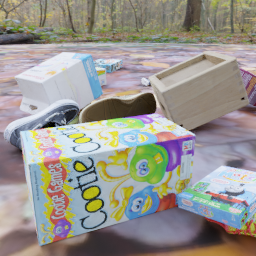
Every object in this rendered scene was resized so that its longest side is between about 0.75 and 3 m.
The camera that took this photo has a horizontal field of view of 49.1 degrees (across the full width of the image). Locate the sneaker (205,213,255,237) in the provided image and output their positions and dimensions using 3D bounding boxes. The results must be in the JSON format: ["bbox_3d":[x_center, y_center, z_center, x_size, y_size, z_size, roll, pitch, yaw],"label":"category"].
[{"bbox_3d":[1.630,1.353,3.979,0.548,0.474,1.213,-17,15,-39],"label":"sneaker"}]

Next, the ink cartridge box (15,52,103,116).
[{"bbox_3d":[-2.252,-1.273,8.959,1.499,1.460,2.332,15,42,37],"label":"ink cartridge box"}]

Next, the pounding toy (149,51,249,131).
[{"bbox_3d":[2.222,-1.092,8.699,2.485,1.919,2.700,-24,21,3],"label":"pounding toy"}]

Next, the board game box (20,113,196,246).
[{"bbox_3d":[-0.334,0.658,4.600,2.488,1.282,1.305,-9,22,-23],"label":"board game box"}]

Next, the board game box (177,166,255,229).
[{"bbox_3d":[1.517,0.960,4.197,1.273,0.233,0.963,-19,17,-39],"label":"board game box"}]

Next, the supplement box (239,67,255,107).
[{"bbox_3d":[4.218,-1.583,10.139,1.162,0.902,2.107,8,27,-38],"label":"supplement box"}]

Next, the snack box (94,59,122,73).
[{"bbox_3d":[-1.541,-4.214,18.836,1.706,0.545,2.937,5,21,12],"label":"snack box"}]

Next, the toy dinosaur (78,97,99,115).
[{"bbox_3d":[-1.398,-0.765,9.715,2.310,0.672,1.168,6,35,31],"label":"toy dinosaur"}]

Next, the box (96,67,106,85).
[{"bbox_3d":[-1.948,-2.481,13.774,1.573,0.797,0.885,-14,24,-34],"label":"box"}]

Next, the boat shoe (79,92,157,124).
[{"bbox_3d":[-0.350,-0.467,8.216,0.916,1.017,2.820,1,17,46],"label":"boat shoe"}]

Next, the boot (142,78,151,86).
[{"bbox_3d":[0.993,-2.304,14.115,0.388,0.313,0.860,0,27,-21],"label":"boot"}]

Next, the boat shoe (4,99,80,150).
[{"bbox_3d":[-1.975,-0.076,7.265,0.781,0.827,2.305,29,34,24],"label":"boat shoe"}]
